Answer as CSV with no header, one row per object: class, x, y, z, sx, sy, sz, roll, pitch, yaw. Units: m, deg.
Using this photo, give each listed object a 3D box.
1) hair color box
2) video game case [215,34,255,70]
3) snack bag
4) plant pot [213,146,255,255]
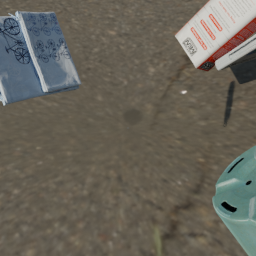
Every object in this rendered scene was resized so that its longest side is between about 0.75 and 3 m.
hair color box,2.323,-2.515,6.599,0.687,2.242,1.138,-2,59,-50
video game case,3.479,-2.002,5.865,2.551,2.326,0.281,-19,88,-11
snack bag,-1.337,-1.021,3.877,1.289,0.138,1.215,-23,96,-45
plant pot,1.916,1.053,3.028,1.636,1.670,1.670,48,65,-8
